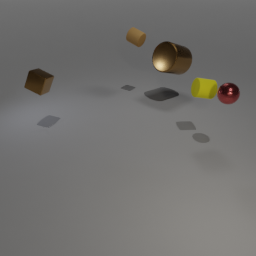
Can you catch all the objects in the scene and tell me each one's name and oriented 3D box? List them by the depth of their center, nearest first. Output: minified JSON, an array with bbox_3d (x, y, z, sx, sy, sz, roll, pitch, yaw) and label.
[{"bbox_3d":[3.228,-1.107,9.006,0.700,0.700,0.700,0,29,0],"label":"ball"},{"bbox_3d":[2.761,-1.435,10.177,0.700,0.700,0.700,5,27,-15],"label":"cylinder"},{"bbox_3d":[-3.291,-1.721,10.409,0.700,0.700,0.700,27,22,2],"label":"cube"},{"bbox_3d":[0.384,-4.309,13.298,0.700,0.700,0.700,34,40,19],"label":"cylinder"},{"bbox_3d":[2.106,-3.290,13.312,1.400,1.400,1.400,25,20,38],"label":"cylinder"}]
